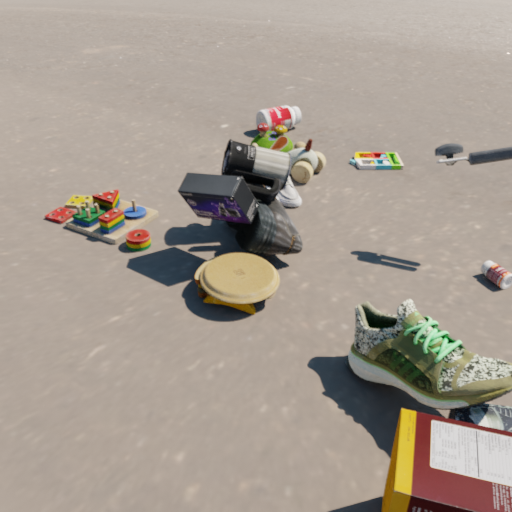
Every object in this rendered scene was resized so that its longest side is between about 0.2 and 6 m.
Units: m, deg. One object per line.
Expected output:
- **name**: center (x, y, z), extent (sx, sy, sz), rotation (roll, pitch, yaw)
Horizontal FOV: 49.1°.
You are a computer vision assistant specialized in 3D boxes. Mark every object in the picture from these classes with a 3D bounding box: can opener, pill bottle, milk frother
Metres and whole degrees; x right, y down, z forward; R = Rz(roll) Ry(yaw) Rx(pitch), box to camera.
- **can opener**: center (4.100, -1.951, 10.510), extent (1.424, 0.476, 0.380), rotation (-6, 6, 21)
- **pill bottle**: center (4.563, 0.350, 10.609), extent (0.326, 0.326, 0.572), rotation (-14, 36, -20)
- **milk frother**: center (-0.115, -1.613, 11.835), extent (1.308, 1.391, 1.255), rotation (11, 75, -13)
- **pill bottle**: center (0.708, -4.218, 17.263), extent (1.302, 0.731, 0.731), rotation (-17, 37, -24)

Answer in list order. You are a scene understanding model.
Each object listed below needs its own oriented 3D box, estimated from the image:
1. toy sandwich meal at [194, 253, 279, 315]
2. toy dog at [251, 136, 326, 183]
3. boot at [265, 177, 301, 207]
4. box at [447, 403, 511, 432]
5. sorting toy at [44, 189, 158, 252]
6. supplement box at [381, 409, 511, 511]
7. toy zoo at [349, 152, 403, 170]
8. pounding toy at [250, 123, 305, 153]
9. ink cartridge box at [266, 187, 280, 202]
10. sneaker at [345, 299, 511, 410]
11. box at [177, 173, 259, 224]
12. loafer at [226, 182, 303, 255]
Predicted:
- **toy sandwich meal**: center (-0.360, 0.510, 10.236), extent (1.603, 0.549, 1.603), rotation (2, 35, -2)
- **toy dog**: center (0.740, -2.651, 14.562), extent (2.168, 1.044, 1.430), rotation (3, 33, 5)
- **boot**: center (0.610, -1.777, 13.516), extent (0.556, 0.723, 1.512), rotation (-16, 36, -23)
- **box**: center (3.008, 2.465, 7.083), extent (1.035, 0.653, 1.053), rotation (4, 33, 9)
- **sorting toy**: center (-3.308, -1.004, 12.529), extent (3.053, 0.516, 1.472), rotation (18, 37, 26)
- **supplement box**: center (2.180, 2.687, 5.860), extent (1.603, 1.581, 1.064), rotation (9, 34, 14)
- **toy zoo**: center (3.245, -2.597, 15.311), extent (1.379, 0.141, 0.905), rotation (1, 33, 0)
- **pounding toy**: center (0.557, -3.345, 15.906), extent (1.242, 0.746, 1.608), rotation (-22, 39, -30)
- **ink cartridge box**: center (0.097, -1.309, 13.273), extent (0.750, 0.152, 0.748), rotation (-21, 36, -8)
- **sneaker**: center (2.260, 1.245, 7.736), extent (1.050, 1.210, 2.731), rotation (-25, 19, -36)
- **box**: center (-0.709, -1.096, 10.633), extent (1.268, 0.895, 0.500), rotation (9, 60, 30)
- **loafer**: center (0.088, -0.846, 12.007), extent (1.133, 1.141, 3.134), rotation (19, 26, -22)
